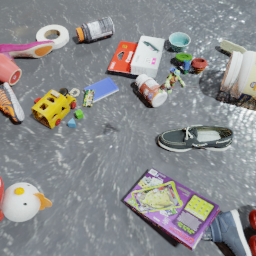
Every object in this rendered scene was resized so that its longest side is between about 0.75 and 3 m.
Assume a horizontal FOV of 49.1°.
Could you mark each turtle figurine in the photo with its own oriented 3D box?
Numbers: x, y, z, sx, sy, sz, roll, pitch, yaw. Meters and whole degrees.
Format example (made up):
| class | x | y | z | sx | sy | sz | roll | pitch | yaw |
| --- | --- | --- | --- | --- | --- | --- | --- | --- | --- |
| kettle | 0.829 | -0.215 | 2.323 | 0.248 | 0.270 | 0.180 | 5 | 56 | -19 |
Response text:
| class | x | y | z | sx | sy | sz | roll | pitch | yaw |
| --- | --- | --- | --- | --- | --- | --- | --- | --- | --- |
| turtle figurine | 1.236 | -1.126 | 7.665 | 0.629 | 0.848 | 0.874 | -40 | 88 | -29 |

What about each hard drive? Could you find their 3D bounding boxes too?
| class | x | y | z | sx | sy | sz | roll | pitch | yaw |
| --- | --- | --- | --- | --- | --- | --- | --- | --- | --- |
| hard drive | -1.238 | -1.788 | 12.984 | 1.360 | 0.173 | 0.897 | -28 | 61 | -17 |

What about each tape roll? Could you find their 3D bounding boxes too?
| class | x | y | z | sx | sy | sz | roll | pitch | yaw |
| --- | --- | --- | --- | --- | --- | --- | --- | --- | --- |
| tape roll | -4.000 | -4.855 | 14.919 | 1.696 | 0.310 | 1.696 | 0 | 56 | 0 |

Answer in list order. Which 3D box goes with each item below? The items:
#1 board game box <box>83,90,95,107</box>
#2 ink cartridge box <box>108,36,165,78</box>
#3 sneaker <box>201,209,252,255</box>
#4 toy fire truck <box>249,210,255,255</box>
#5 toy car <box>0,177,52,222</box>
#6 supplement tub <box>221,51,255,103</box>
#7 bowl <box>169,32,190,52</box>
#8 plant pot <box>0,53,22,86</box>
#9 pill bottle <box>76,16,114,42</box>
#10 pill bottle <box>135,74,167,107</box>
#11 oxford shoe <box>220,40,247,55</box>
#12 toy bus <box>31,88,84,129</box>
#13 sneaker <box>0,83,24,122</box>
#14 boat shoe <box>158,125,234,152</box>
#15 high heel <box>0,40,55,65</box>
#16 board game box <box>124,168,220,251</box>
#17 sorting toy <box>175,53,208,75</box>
| class | x | y | z | sx | sy | sz | roll | pitch | yaw |
| --- | --- | --- | --- | --- | --- | --- | --- | --- | --- |
| board game box | -1.742 | -1.340 | 12.565 | 0.432 | 0.097 | 0.825 | 0 | 70 | 22 |
| ink cartridge box | 0.456 | -3.642 | 13.765 | 2.314 | 0.581 | 2.667 | 11 | 49 | 6 |
| sneaker | 3.098 | 3.768 | 9.038 | 1.423 | 0.749 | 1.969 | -12 | 64 | 1 |
| toy fire truck | 4.932 | 3.534 | 8.904 | 1.794 | 1.198 | 2.136 | 29 | 54 | -16 |
| toy car | -3.896 | 2.300 | 9.205 | 2.713 | 2.400 | 2.501 | 1 | 45 | -13 |
| supplement tub | 5.675 | -2.107 | 12.055 | 2.853 | 2.068 | 2.068 | 17 | 58 | 11 |
| bowl | 2.634 | -4.357 | 14.438 | 1.078 | 0.564 | 1.078 | 0 | 57 | 1 |
| plant pot | -5.659 | -2.620 | 12.941 | 1.112 | 1.257 | 1.257 | 33 | 61 | 1 |
| pill bottle | -1.748 | -5.119 | 14.676 | 1.882 | 1.000 | 1.000 | -20 | 59 | -13 |
| pill bottle | 0.994 | -1.713 | 12.541 | 0.842 | 0.842 | 1.501 | -29 | 61 | -18 |
| oxford shoe | 5.444 | -3.882 | 14.167 | 1.717 | 0.646 | 0.496 | 41 | 22 | 21 |
| toy bus | -3.052 | -1.077 | 11.955 | 2.045 | 1.120 | 2.167 | -10 | 58 | -7 |
| sneaker | -5.415 | -0.882 | 12.063 | 1.354 | 0.937 | 2.416 | -29 | 51 | -13 |
| boat shoe | 2.682 | 0.311 | 11.172 | 2.932 | 0.885 | 1.109 | -2 | 55 | -2 |
| high heel | -5.123 | -4.088 | 14.053 | 2.822 | 0.950 | 1.354 | -24 | 70 | 0 |
| board game box | 1.436 | 2.631 | 9.549 | 2.797 | 0.452 | 1.679 | 27 | 55 | 34 |
| sorting toy | 3.003 | -3.055 | 13.629 | 1.655 | 0.679 | 0.994 | 27 | 45 | 30 |
